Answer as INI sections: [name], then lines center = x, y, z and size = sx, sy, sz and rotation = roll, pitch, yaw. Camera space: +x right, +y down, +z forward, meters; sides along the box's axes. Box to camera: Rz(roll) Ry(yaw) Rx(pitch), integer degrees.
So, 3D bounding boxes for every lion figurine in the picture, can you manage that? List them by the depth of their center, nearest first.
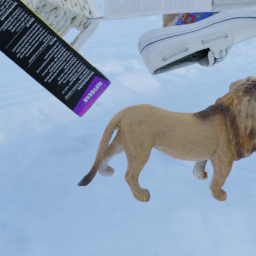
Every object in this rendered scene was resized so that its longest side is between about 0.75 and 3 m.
[lion figurine]
center = 0.385, 0.059, 2.094
size = 1.498, 0.917, 0.543
rotation = -1, 26, -15

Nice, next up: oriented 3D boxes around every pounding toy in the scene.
[pounding toy]
center = 1.841, -2.444, 7.383
size = 2.560, 1.464, 1.468
rotation = 4, 57, -26

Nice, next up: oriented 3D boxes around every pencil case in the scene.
[pencil case]
center = 1.496, -2.327, 6.143
size = 0.815, 1.876, 0.732
rotation = -10, 48, -49

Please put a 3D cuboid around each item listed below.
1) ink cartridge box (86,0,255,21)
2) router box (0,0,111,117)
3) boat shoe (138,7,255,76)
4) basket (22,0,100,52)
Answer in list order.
[ink cartridge box]
center = 0.609, -1.205, 2.520
size = 1.533, 0.312, 1.536
rotation = -21, 26, -33
[router box]
center = -1.417, -1.224, 4.851
size = 0.714, 2.086, 2.796
rotation = -49, 14, 0
[boat shoe]
center = 1.503, -1.559, 5.424
size = 2.566, 0.944, 0.857
rotation = -14, 75, 1
[basket]
center = -2.167, -3.352, 7.286
size = 1.688, 1.855, 2.736
rotation = 5, 58, -45
